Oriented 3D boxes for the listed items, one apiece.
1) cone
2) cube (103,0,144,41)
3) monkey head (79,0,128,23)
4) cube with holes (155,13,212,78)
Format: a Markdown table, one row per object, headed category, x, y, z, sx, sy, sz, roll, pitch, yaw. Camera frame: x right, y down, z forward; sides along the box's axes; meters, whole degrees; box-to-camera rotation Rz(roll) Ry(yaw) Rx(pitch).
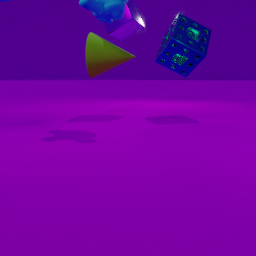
| category | x | y | z | sx | sy | sz | roll | pitch | yaw |
| --- | --- | --- | --- | --- | --- | --- | --- | --- | --- |
| cone | -0.534 | -2.581 | 10.074 | 1.616 | 1.610 | 1.610 | 3 | 11 | 6 |
| cube | -0.238 | -4.207 | 10.685 | 1.129 | 1.129 | 1.129 | -22 | -6 | 24 |
| monkey head | -0.681 | -3.655 | 7.776 | 1.893 | 1.141 | 1.362 | 1 | -2 | 45 |
| cube with holes | 1.956 | -2.914 | 9.985 | 1.318 | 1.318 | 1.318 | 24 | -30 | -10 |
